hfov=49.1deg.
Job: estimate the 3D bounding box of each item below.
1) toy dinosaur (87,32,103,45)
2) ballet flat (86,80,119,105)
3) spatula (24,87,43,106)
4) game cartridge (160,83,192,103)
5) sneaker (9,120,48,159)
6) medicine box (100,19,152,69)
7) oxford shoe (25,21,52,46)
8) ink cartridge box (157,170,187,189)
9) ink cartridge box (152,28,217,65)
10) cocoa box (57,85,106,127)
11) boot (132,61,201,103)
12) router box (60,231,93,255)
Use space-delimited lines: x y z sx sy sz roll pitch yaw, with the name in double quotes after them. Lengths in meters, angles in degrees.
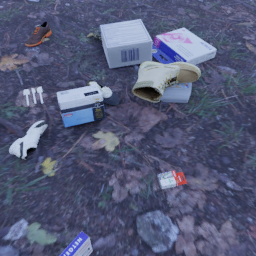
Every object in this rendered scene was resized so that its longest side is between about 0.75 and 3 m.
-1.584 -5.133 15.952 1.804 0.428 0.795 15 42 9 "toy dinosaur"
-1.192 -1.632 12.461 1.882 0.687 0.687 34 56 28 "ballet flat"
-4.274 -1.433 12.693 0.844 0.098 1.214 -10 48 -17 "spatula"
2.151 -2.110 13.042 1.566 0.488 2.352 0 49 6 "game cartridge"
-3.599 0.463 10.626 0.727 0.670 1.817 31 57 8 "sneaker"
-0.129 -4.433 14.589 2.248 1.270 2.468 -11 46 -6 "medicine box"
-5.155 -5.338 15.869 0.749 0.764 2.105 15 49 14 "oxford shoe"
1.520 1.740 9.592 0.933 0.235 0.508 -10 48 -8 "ink cartridge box"
2.748 -4.254 14.973 2.799 0.606 2.748 -24 52 -22 "ink cartridge box"
-1.889 -0.907 11.329 1.704 1.118 1.136 -13 32 -12 "cocoa box"
1.639 -1.932 11.830 2.710 0.977 2.096 7 43 11 "boot"
-1.461 3.456 7.438 0.282 1.037 1.155 30 53 24 "router box"
